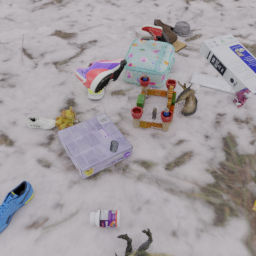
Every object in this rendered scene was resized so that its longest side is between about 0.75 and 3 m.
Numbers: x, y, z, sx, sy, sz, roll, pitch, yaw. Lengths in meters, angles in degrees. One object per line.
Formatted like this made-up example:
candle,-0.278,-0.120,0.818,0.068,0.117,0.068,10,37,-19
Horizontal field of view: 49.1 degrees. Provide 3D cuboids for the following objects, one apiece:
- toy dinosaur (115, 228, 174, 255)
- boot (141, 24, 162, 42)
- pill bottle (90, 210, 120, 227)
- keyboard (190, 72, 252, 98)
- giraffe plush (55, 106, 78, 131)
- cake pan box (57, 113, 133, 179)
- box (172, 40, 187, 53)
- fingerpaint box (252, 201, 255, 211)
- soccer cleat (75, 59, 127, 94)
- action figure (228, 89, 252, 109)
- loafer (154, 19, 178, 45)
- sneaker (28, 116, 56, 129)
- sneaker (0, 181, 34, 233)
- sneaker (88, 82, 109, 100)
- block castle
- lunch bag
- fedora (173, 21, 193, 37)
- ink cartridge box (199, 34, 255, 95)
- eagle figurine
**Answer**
toy dinosaur,0.290,3.517,7.897,2.571,0.610,1.133,-8,63,-9
boot,1.108,-4.454,13.211,1.005,0.364,0.725,7,76,-4
pill bottle,-0.705,2.789,8.618,0.903,0.503,0.503,1,47,1
keyboard,4.470,-2.069,13.396,2.865,0.153,0.806,18,50,16
giraffe plush,-2.447,-0.406,11.311,0.964,0.782,0.832,-23,64,-30
cake pan box,-1.297,0.555,10.654,2.112,0.600,2.293,-24,51,-24
box,2.585,-4.722,15.890,1.182,0.126,0.966,35,56,27
fingerpaint box,5.006,2.391,8.948,1.531,0.561,1.277,27,53,23
soccer cleat,-0.782,-1.933,9.221,0.907,0.845,2.478,35,35,3
action figure,5.026,-1.354,12.535,0.767,0.852,1.145,-1,67,41
loafer,2.140,-5.445,15.981,0.886,0.912,2.496,-16,51,-4
sneaker,-3.530,-0.237,11.468,1.188,0.481,0.446,0,45,-2
sneaker,-3.797,2.463,8.757,0.648,0.771,1.967,25,53,19
sneaker,-1.378,-2.437,13.103,0.937,1.083,2.398,-1,45,1
block castle,1.153,-1.165,11.817,1.705,1.197,2.552,8,47,8
lunch bag,1.104,-3.329,13.901,2.345,1.127,2.924,11,48,10
fedora,3.299,-6.014,16.785,1.280,0.578,1.132,30,54,25
ink cartridge box,2.905,-1.607,7.362,1.057,0.417,2.126,-18,58,-21
eagle figurine,2.558,-1.318,12.226,1.080,1.074,1.423,14,37,-1
